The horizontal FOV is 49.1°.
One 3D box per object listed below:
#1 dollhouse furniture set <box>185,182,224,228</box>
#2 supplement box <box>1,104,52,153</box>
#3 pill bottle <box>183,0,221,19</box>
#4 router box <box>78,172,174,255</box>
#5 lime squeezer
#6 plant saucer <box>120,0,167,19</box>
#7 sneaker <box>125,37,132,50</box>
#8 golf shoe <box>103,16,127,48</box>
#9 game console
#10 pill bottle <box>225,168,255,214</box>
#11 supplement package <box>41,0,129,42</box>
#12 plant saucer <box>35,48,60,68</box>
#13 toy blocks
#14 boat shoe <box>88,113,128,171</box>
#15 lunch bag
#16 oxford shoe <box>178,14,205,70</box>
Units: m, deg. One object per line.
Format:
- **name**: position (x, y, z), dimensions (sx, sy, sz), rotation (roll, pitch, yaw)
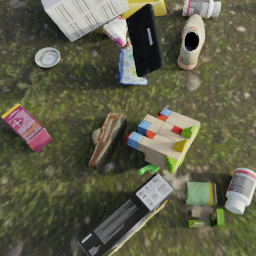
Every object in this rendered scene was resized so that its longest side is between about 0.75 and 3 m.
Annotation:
- **dollhouse furniture set**: position (2.363, 2.315, 8.783), dimensions (0.965, 0.740, 1.474), rotation (3, 63, 1)
- **supplement box**: position (-3.531, 0.013, 9.825), dimensions (1.487, 0.973, 0.767), rotation (39, 71, 18)
- **pill bottle**: position (3.315, -5.420, 12.628), dimensions (1.556, 0.861, 0.861), rotation (9, 64, 4)
- **router box**: position (-0.002, 2.608, 7.879), dimensions (2.664, 2.094, 0.696), rotation (-38, 69, -17)
- **lime squeezer**: position (0.652, 0.872, 9.455), dimensions (1.016, 0.543, 2.877), rotation (39, 29, -18)
- **plant saucer**: position (0.610, -6.200, 13.210), dimensions (2.191, 0.531, 2.192), rotation (-6, 63, -4)
- **sneaker**: position (0.039, -3.497, 11.971), dimensions (0.468, 0.292, 0.873), rotation (-23, 68, -14)
- **golf shoe**: position (-0.391, -4.004, 11.423), dimensions (0.989, 0.814, 2.161), rotation (-40, 37, 12)
- **game console**: position (0.715, -2.765, 9.372), dimensions (1.179, 1.782, 2.027), rotation (-11, 88, -39)
- **pill bottle**: position (3.593, 2.012, 8.938), dimensions (0.742, 0.742, 1.341), rotation (26, 66, 12)
- **supplement package**: position (-1.986, -5.797, 11.674), dimensions (2.892, 2.127, 2.765), rotation (-26, 65, 9)
- **plant saucer**: position (-3.326, -2.878, 11.677), dimensions (1.040, 0.261, 1.040), rotation (0, 63, 0)
- **toy blocks**: position (1.151, 0.263, 9.444), dimensions (1.860, 1.359, 2.720), rotation (24, 45, 19)
- **boat shoe**: position (-0.806, 0.407, 9.760), dimensions (0.849, 0.870, 2.299), rotation (19, 56, 15)
- **lunch bag**: position (0.206, -2.326, 10.991), dimensions (1.127, 0.844, 1.325), rotation (1, 77, -10)
- **oxford shoe**: position (2.773, -3.834, 11.706), dimensions (1.018, 1.062, 2.877), rotation (10, 64, 5)
